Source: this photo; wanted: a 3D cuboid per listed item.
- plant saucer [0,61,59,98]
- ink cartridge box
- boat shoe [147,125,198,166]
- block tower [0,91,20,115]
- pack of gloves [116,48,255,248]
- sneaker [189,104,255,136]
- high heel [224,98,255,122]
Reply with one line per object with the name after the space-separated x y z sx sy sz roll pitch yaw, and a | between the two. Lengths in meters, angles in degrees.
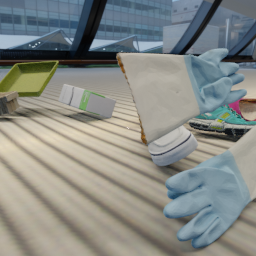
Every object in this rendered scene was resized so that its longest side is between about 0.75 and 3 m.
-3.360 -1.575 9.458 1.767 0.424 1.770 0 44 16 | plant saucer
-1.287 -0.854 8.778 1.483 0.623 1.079 21 4 42 | ink cartridge box
0.647 0.024 5.286 0.828 0.756 2.302 -30 10 7 | boat shoe
-4.299 -0.708 8.519 2.023 0.585 0.546 -4 24 17 | block tower
0.945 0.074 3.514 2.471 2.076 0.488 -18 -1 -43 | pack of gloves
2.319 -0.237 6.590 1.749 0.696 0.678 11 -11 14 | sneaker
3.414 -0.503 6.949 2.529 0.852 1.213 10 -24 -8 | high heel
